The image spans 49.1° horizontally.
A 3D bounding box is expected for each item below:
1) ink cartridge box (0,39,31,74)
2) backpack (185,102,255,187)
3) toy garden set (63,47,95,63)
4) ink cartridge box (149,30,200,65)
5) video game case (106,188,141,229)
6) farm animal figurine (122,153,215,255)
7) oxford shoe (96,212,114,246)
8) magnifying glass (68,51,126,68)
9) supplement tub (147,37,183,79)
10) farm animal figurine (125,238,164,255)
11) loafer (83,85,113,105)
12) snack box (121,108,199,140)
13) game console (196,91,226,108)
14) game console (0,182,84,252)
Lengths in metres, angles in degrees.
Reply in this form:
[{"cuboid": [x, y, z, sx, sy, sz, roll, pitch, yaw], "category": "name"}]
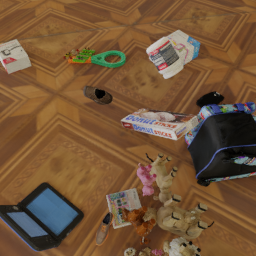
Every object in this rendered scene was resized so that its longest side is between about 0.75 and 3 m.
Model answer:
[{"cuboid": [-5.398, -3.360, 13.100, 1.114, 0.639, 1.534, -28, 58, -20], "category": "ink cartridge box"}, {"cuboid": [3.634, 0.462, 8.939, 2.931, 2.676, 1.972, -6, 61, -8], "category": "backpack"}, {"cuboid": [-2.305, -3.521, 13.170, 1.103, 0.264, 1.324, 10, 40, 13], "category": "toy garden set"}, {"cuboid": [2.177, -3.607, 13.168, 1.966, 0.832, 1.421, -36, 61, -23], "category": "ink cartridge box"}, {"cuboid": [-0.087, 2.542, 8.941, 1.002, 0.130, 1.101, -12, 55, -9], "category": "video game case"}, {"cuboid": [1.093, 2.399, 8.294, 2.740, 1.445, 2.771, 33, 45, 5], "category": "farm animal figurine"}, {"cuboid": [-0.739, 2.995, 8.390, 0.356, 0.364, 1.000, 14, 66, 15], "category": "oxford shoe"}, {"cuboid": [-1.460, -3.259, 13.243, 2.686, 0.301, 1.069, -3, 49, 1], "category": "magnifying glass"}, {"cuboid": [1.399, -2.637, 10.557, 0.932, 0.932, 1.328, -42, 106, -27], "category": "supplement tub"}, {"cuboid": [0.522, 3.648, 7.908, 0.963, 0.508, 0.973, -34, 66, -9], "category": "farm animal figurine"}, {"cuboid": [-0.836, -0.969, 8.651, 0.447, 1.258, 0.459, 9, 89, 34], "category": "loafer"}, {"cuboid": [0.947, -0.199, 9.400, 1.019, 0.344, 2.833, -34, 25, -26], "category": "snack box"}, {"cuboid": [3.780, -0.809, 11.438, 1.079, 0.220, 1.829, -34, 58, -23], "category": "game console"}, {"cuboid": [-2.607, 2.518, 8.370, 1.957, 1.670, 1.158, 31, 85, 22], "category": "game console"}]
